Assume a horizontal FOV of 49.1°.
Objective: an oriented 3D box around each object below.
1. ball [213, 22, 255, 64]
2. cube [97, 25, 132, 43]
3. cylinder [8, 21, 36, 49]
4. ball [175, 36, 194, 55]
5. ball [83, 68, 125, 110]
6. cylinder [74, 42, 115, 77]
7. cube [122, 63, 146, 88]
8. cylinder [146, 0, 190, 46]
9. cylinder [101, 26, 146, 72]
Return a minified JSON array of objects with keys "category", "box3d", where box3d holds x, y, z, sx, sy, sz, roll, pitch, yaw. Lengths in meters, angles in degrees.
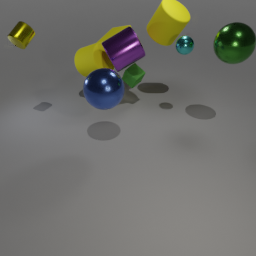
[{"category":"ball","box3d":[3.703,-2.939,9.758,1.400,1.400,1.400,0,30,0]},{"category":"cube","box3d":[-0.427,-3.992,13.745,1.400,1.400,1.400,14,57,48]},{"category":"cylinder","box3d":[-3.816,-3.325,10.060,0.700,0.700,0.700,19,71,29]},{"category":"ball","box3d":[2.135,-3.108,10.524,0.700,0.700,0.700,0,30,0]},{"category":"ball","box3d":[-0.812,-1.312,9.462,1.400,1.400,1.400,0,30,0]},{"category":"cylinder","box3d":[-1.511,-3.139,12.941,1.400,1.400,1.400,-1,22,43]},{"category":"cube","box3d":[0.253,-2.401,12.867,0.700,0.700,0.700,43,60,7]},{"category":"cylinder","box3d":[1.723,-4.548,12.095,1.400,1.400,1.400,14,55,-21]},{"category":"cylinder","box3d":[-0.187,-3.322,11.849,1.400,1.400,1.400,-30,32,4]}]
